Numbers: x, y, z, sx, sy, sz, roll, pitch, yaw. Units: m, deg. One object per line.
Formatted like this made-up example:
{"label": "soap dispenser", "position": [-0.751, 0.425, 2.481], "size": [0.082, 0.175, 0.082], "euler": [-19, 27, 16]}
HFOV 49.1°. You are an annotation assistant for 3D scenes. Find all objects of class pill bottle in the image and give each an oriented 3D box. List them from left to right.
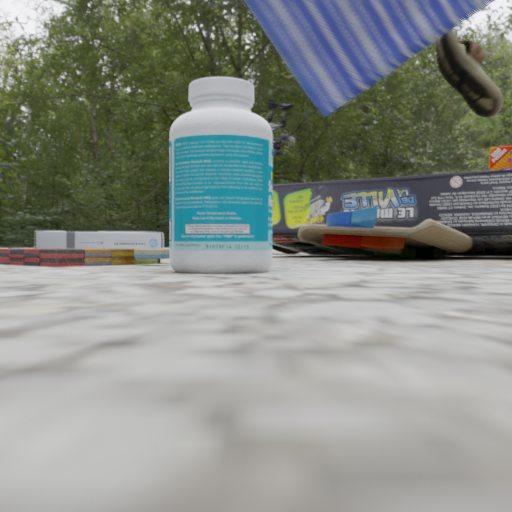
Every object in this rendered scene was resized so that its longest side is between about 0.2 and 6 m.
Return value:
{"label": "pill bottle", "position": [-0.196, -0.428, 3.152], "size": [0.583, 1.053, 0.583], "euler": [0, 2, 0]}

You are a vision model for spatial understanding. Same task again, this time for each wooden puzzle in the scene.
{"label": "wooden puzzle", "position": [-1.443, 0.006, 4.618], "size": [1.890, 0.133, 1.121], "euler": [1, 1, 41]}
{"label": "wooden puzzle", "position": [1.347, -0.130, 5.776], "size": [2.251, 0.263, 1.519], "euler": [10, -9, -44]}

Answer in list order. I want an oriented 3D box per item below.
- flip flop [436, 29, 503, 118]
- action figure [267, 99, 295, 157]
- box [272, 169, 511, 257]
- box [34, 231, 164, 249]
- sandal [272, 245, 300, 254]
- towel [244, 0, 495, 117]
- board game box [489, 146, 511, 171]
{"label": "flip flop", "position": [3.766, -3.315, 9.803], "size": [0.598, 2.078, 0.843], "euler": [-23, -28, -3]}
{"label": "action figure", "position": [0.356, -2.320, 10.932], "size": [0.802, 1.349, 0.689], "euler": [11, -7, 30]}
{"label": "box", "position": [1.984, -0.431, 7.021], "size": [3.844, 0.667, 2.116], "euler": [1, -6, 30]}
{"label": "box", "position": [-2.715, -0.237, 10.068], "size": [2.075, 0.427, 1.618], "euler": [-1, 2, -9]}
{"label": "sandal", "position": [0.174, -0.611, 10.462], "size": [0.956, 0.858, 2.608], "euler": [34, -15, -23]}
{"label": "towel", "position": [1.234, -2.843, 5.537], "size": [2.567, 1.859, 0.306], "euler": [-33, 16, 16]}
{"label": "board game box", "position": [4.885, -0.877, 9.200], "size": [1.723, 1.723, 1.725], "euler": [2, 2, 33]}
